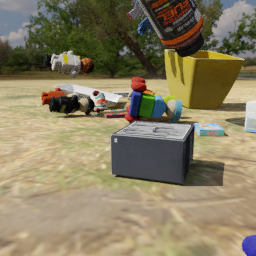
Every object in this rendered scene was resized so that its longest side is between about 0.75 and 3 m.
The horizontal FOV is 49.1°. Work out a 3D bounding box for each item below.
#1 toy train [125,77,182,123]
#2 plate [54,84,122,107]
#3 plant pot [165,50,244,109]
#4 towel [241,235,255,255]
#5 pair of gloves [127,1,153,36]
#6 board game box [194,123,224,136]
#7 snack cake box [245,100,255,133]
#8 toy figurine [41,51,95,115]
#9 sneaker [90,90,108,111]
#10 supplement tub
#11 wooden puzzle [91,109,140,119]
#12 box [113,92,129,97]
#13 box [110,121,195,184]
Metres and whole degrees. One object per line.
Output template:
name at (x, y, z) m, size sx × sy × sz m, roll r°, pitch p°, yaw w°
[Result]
toy train at (0.843, -0.985, 9.576) m, size 1.679 × 1.229 × 2.902 m, roll 11°, pitch 18°, yaw -2°
plate at (-1.741, -1.495, 12.946) m, size 2.763 × 0.448 × 2.769 m, roll 14°, pitch 12°, yaw 0°
plant pot at (3.108, -2.140, 12.284) m, size 2.462 × 2.171 × 2.461 m, roll -5°, pitch 24°, yaw -21°
towel at (1.346, 1.014, 1.806) m, size 0.850 × 0.285 × 1.151 m, roll 7°, pitch -5°, yaw 1°
pair of gloves at (0.710, -4.555, 11.246) m, size 0.189 × 1.333 × 1.658 m, roll 49°, pitch 6°, yaw 36°
board game box at (2.089, 0.036, 7.282) m, size 0.611 × 0.181 × 0.803 m, roll 1°, pitch 12°, yaw 4°
snack cake box at (4.382, -0.373, 7.693) m, size 1.394 × 0.814 × 2.424 m, roll 9°, pitch 14°, yaw 44°
toy figurine at (-2.193, -1.669, 10.416) m, size 1.615 × 2.286 × 2.322 m, roll 1°, pitch 11°, yaw -28°
sneaker at (-1.279, -1.093, 11.086) m, size 0.592 × 0.786 × 1.681 m, roll -6°, pitch 9°, yaw -27°
supplement tub at (1.299, -3.285, 8.051) m, size 1.359 × 2.541 × 1.359 m, roll -26°, pitch 38°, yaw 22°
wooden puzzle at (-0.383, -0.520, 10.076) m, size 1.882 × 0.132 × 1.116 m, roll -4°, pitch 12°, yaw -20°
box at (-0.161, -2.053, 17.063) m, size 1.519 × 0.294 × 0.315 m, roll -3°, pitch 12°, yaw -13°
box at (0.435, 0.338, 4.547) m, size 1.133 × 0.698 × 1.124 m, roll 4°, pitch 12°, yaw 20°
